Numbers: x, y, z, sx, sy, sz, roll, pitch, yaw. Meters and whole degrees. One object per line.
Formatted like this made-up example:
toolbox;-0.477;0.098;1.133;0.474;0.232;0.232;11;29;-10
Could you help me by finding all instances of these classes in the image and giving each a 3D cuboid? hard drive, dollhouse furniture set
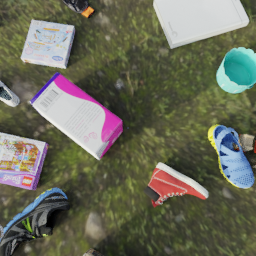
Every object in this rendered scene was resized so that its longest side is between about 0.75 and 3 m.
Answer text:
hard drive;2.683;-4.278;10.401;2.987;0.399;1.970;-18;77;-4
dollhouse furniture set;4.242;0.612;9.124;1.397;0.728;1.413;16;76;-8

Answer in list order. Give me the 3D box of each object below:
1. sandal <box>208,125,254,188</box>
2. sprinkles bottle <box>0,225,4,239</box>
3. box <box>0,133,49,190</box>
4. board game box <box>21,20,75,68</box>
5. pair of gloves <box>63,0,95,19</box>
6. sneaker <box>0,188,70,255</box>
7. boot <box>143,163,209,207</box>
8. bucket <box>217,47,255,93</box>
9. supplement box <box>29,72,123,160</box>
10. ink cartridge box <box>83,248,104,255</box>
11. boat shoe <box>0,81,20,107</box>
sandal;3.282;0.856;8.823;0.880;0.964;2.214;-25;79;-8
sprinkles bottle;-2.383;1.862;4.649;0.317;0.929;0.317;0;86;-4
box;-3.885;0.999;9.036;2.249;0.440;1.539;12;76;3
board game box;-2.857;-3.038;10.118;1.589;0.327;1.585;10;76;3
pair of gloves;-1.620;-5.098;10.717;1.478;0.205;1.659;35;81;7
sneaker;-2.801;2.943;8.300;1.064;0.910;2.567;43;77;16
boot;1.456;2.057;8.691;1.806;0.654;1.303;26;78;15
bucket;3.755;-1.904;9.531;1.416;0.921;1.416;0;76;0
supplement box;-1.556;-0.329;8.917;2.597;1.342;1.314;37;78;10
ink cartridge box;-0.886;5.245;7.626;2.373;1.082;2.880;31;78;9
boat shoe;-4.425;-1.334;9.581;1.602;0.535;0.589;29;78;7
